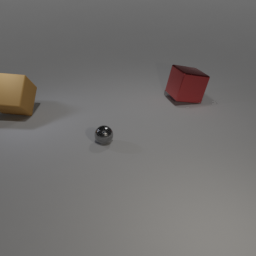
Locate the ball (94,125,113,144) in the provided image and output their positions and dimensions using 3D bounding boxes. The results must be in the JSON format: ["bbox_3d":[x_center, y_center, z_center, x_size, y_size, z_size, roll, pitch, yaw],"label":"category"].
[{"bbox_3d":[-0.897,0.251,10.429,0.700,0.700,0.700,0,30,0],"label":"ball"}]

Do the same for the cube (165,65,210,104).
[{"bbox_3d":[2.862,-2.150,13.683,1.400,1.400,1.400,3,28,-20],"label":"cube"}]

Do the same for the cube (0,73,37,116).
[{"bbox_3d":[-4.928,-1.414,12.037,1.400,1.400,1.400,5,-13,3],"label":"cube"}]
